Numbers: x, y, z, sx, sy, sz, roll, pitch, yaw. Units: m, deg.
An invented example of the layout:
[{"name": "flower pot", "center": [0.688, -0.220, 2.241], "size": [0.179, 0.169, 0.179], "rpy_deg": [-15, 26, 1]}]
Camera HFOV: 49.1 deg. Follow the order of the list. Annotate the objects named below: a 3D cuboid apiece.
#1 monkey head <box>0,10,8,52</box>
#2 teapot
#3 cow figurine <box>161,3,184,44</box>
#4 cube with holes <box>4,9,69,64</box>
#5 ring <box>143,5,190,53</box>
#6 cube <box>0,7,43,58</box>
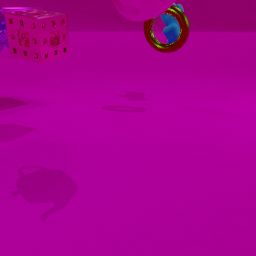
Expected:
[{"name": "monkey head", "center": [-3.723, -2.628, 7.486], "size": [1.026, 1.225, 1.703], "rpy_deg": [28, 53, -18]}, {"name": "teapot", "center": [0.193, -2.004, 3.605], "size": [0.902, 1.145, 1.841], "rpy_deg": [26, 22, -43]}, {"name": "cow figurine", "center": [1.639, -3.582, 9.755], "size": [0.766, 1.373, 1.395], "rpy_deg": [-16, 9, 36]}, {"name": "cube with holes", "center": [-2.009, -2.093, 6.319], "size": [0.937, 0.937, 0.937], "rpy_deg": [17, 32, 22]}, {"name": "ring", "center": [1.118, -2.907, 8.258], "size": [1.412, 1.412, 0.282], "rpy_deg": [10, 36, 24]}, {"name": "cube", "center": [-3.516, -2.981, 8.796], "size": [1.374, 1.374, 1.374], "rpy_deg": [12, 26, 39]}]
